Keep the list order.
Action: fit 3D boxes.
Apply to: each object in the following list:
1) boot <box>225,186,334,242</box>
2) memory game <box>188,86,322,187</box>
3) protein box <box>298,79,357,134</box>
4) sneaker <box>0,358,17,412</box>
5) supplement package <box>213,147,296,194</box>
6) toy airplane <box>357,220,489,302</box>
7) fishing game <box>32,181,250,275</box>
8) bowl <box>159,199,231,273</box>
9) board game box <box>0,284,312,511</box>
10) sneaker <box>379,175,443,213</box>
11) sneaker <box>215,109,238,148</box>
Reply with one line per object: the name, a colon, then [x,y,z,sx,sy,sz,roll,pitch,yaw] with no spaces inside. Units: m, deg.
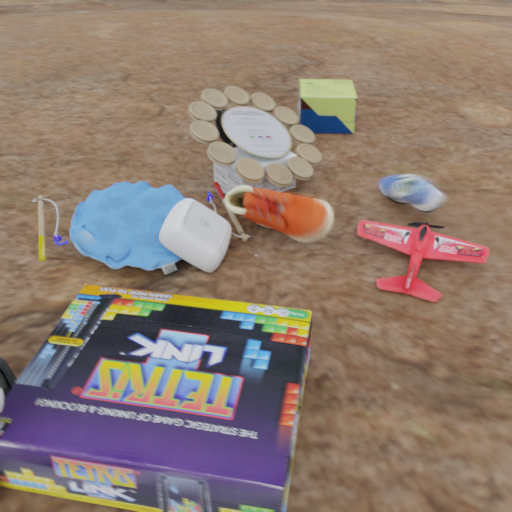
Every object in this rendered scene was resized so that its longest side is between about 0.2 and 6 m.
boot: [0.411,-0.895,11.227,2.372,0.890,1.272,13,-3,45]
memory game: [-0.023,-2.864,13.225,3.370,0.215,3.370,14,48,-16]
protein box: [2.095,-4.505,16.828,1.637,1.112,1.649,1,35,2]
sneaker: [-3.603,1.639,7.040,3.049,1.078,1.512,-27,7,38]
supplement package: [-0.040,-2.055,13.524,1.607,0.891,1.252,-22,41,-29]
toy airplane: [3.153,0.046,10.881,2.609,0.480,2.609,1,36,-1]
fishing game: [-2.383,-0.580,11.689,4.154,0.646,2.975,-9,43,-21]
bowl: [-1.098,-0.492,11.014,1.358,0.508,1.360,33,40,-14]
board game box: [-1.237,1.860,7.786,3.739,1.060,3.091,6,34,8]
sneaker: [3.334,-1.560,12.459,0.718,0.731,1.898,-53,27,-2]
sneaker: [-0.369,-3.537,15.776,0.996,0.834,2.251,-20,49,-26]
